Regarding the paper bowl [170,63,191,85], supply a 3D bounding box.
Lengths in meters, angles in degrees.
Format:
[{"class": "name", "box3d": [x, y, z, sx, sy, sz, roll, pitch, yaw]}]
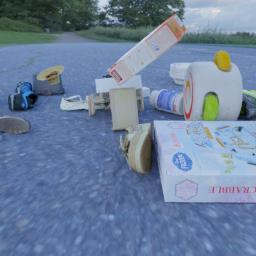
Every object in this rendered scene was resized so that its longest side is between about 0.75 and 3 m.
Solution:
[{"class": "paper bowl", "box3d": [3.213, -2.870, 14.990, 1.948, 1.013, 1.948, 0, 20, 0]}]

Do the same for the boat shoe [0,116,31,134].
[{"class": "boat shoe", "box3d": [-3.635, -0.165, 8.505, 1.495, 0.557, 0.548, 4, 21, 7]}]

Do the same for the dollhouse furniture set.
[{"class": "dollhouse furniture set", "box3d": [-0.312, -0.576, 9.346, 1.778, 1.260, 1.936, -5, 0, -15]}]

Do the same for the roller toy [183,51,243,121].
[{"class": "roller toy", "box3d": [2.605, -1.048, 8.663, 1.528, 2.187, 1.995, 0, -15, 1]}]

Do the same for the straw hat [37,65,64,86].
[{"class": "straw hat", "box3d": [-2.482, -1.648, 9.294, 1.024, 0.433, 1.024, -14, 35, 10]}]

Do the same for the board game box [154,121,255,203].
[{"class": "board game box", "box3d": [2.159, 0.587, 6.385, 2.976, 0.614, 2.983, 1, 21, 1]}]

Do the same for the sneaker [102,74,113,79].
[{"class": "sneaker", "box3d": [-0.979, -2.734, 15.431, 0.958, 0.468, 0.339, 0, 18, -4]}]

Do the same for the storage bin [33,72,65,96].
[{"class": "storage bin", "box3d": [-3.712, -2.046, 12.872, 1.474, 0.990, 1.073, -2, 21, -4]}]

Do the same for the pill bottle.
[{"class": "pill bottle", "box3d": [1.500, -0.988, 10.310, 1.427, 0.800, 0.800, 20, 28, 41]}]

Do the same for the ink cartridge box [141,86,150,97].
[{"class": "ink cartridge box", "box3d": [0.497, -1.669, 12.729, 0.630, 0.369, 0.872, -14, 26, -34]}]

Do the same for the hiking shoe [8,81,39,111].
[{"class": "hiking shoe", "box3d": [-4.033, -1.224, 11.186, 0.947, 0.813, 2.185, 6, 29, -8]}]

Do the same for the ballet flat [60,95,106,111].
[{"class": "ballet flat", "box3d": [-1.698, -0.948, 10.567, 1.702, 0.591, 0.591, -2, 21, -5]}]

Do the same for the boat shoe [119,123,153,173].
[{"class": "boat shoe", "box3d": [0.187, 0.441, 6.624, 0.747, 0.873, 2.383, -2, 10, 7]}]

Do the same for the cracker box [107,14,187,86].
[{"class": "cracker box", "box3d": [0.533, -2.150, 7.719, 2.083, 0.601, 1.395, -33, 14, 32]}]

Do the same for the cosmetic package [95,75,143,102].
[{"class": "cosmetic package", "box3d": [-0.390, -1.445, 10.645, 1.607, 0.551, 2.131, -8, -3, -5]}]

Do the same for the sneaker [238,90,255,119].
[{"class": "sneaker", "box3d": [3.444, -1.026, 10.148, 1.179, 1.076, 2.912, -22, 28, -39]}]
